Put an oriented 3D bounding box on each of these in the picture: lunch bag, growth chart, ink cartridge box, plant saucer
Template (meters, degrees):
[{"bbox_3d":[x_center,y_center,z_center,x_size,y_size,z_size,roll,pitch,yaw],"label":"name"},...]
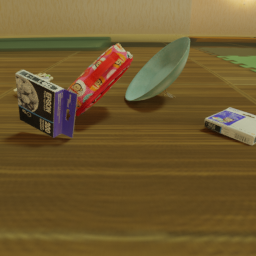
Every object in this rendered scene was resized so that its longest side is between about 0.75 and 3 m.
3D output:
[{"bbox_3d":[-0.768,-1.287,7.220,1.971,0.808,1.736,-49,8,-22],"label":"lunch bag"},{"bbox_3d":[-3.224,-1.519,9.548,1.233,0.151,1.704,-42,33,-25],"label":"growth chart"},{"bbox_3d":[-1.750,-0.422,5.982,1.323,1.311,0.287,24,44,10],"label":"ink cartridge box"},{"bbox_3d":[2.700,-0.087,6.767,1.243,0.270,1.232,-21,35,-39],"label":"ink cartridge box"},{"bbox_3d":[1.041,-1.749,9.010,2.719,0.523,2.719,-41,20,19],"label":"plant saucer"}]

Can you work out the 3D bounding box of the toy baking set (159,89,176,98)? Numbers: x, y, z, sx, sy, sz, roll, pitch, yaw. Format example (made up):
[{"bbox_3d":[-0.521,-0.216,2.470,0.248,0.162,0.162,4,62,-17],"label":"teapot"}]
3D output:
[{"bbox_3d":[1.246,-1.217,9.469,0.780,0.091,0.598,20,-10,42],"label":"toy baking set"}]
